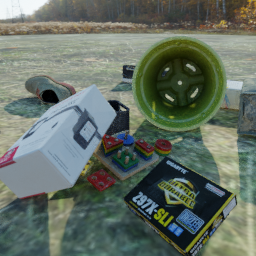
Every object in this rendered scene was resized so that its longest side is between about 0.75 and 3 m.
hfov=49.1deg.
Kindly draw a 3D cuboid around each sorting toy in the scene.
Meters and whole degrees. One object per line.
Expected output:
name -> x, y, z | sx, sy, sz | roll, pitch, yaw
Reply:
sorting toy -> -0.136, 0.484, 6.370 | 2.539, 0.429, 1.224 | -22, 47, -41

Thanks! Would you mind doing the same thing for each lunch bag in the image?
lunch bag -> 4.541, -0.590, 7.993 | 2.534, 1.490, 2.078 | 5, 22, 23

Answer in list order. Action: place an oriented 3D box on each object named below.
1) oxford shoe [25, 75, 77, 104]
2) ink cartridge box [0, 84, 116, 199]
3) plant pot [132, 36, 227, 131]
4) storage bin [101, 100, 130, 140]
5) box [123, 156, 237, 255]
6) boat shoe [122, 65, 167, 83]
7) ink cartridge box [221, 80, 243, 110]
oxford shoe -> -3.255, -1.485, 10.912 | 2.561, 0.902, 0.958 | 13, 29, 29
ink cartridge box -> -1.334, 0.217, 5.453 | 1.521, 0.873, 2.095 | -20, 27, 34
plant pot -> 1.648, -1.445, 9.106 | 2.681, 2.681, 2.465 | 4, 12, 11
storage bin -> -0.877, -0.212, 7.992 | 1.677, 0.786, 1.134 | -11, 25, -23
box -> 0.769, 1.161, 4.408 | 1.124, 0.347, 1.408 | -42, 41, -17
boat shoe -> 1.092, -2.780, 14.063 | 2.816, 0.849, 1.040 | 0, 23, 0
ink cartridge box -> 3.709, -1.293, 10.548 | 1.873, 0.802, 1.382 | 12, 25, 22
